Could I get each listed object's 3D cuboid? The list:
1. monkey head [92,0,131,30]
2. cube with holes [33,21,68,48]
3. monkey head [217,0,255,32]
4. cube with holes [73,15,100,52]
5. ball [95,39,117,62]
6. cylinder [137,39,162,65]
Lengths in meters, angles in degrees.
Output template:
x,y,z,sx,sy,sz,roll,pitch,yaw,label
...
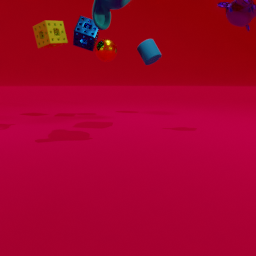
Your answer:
x,y,z,sx,sy,sz,roll,pitch,yaw,label
-0.393,-2.834,4.925,1.390,1.932,1.164,6,-2,-35,monkey head
-2.645,-3.175,9.543,0.725,0.725,0.725,-3,12,39,cube with holes
2.494,-2.625,6.183,1.003,0.721,0.604,30,-34,-18,monkey head
-1.384,-3.151,9.377,0.705,0.705,0.705,17,-26,-5,cube with holes
-0.765,-2.725,9.860,0.783,0.783,0.783,0,9,0,ball
0.809,-2.883,10.668,0.711,0.711,0.711,-27,-8,-4,cylinder
